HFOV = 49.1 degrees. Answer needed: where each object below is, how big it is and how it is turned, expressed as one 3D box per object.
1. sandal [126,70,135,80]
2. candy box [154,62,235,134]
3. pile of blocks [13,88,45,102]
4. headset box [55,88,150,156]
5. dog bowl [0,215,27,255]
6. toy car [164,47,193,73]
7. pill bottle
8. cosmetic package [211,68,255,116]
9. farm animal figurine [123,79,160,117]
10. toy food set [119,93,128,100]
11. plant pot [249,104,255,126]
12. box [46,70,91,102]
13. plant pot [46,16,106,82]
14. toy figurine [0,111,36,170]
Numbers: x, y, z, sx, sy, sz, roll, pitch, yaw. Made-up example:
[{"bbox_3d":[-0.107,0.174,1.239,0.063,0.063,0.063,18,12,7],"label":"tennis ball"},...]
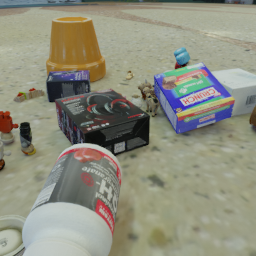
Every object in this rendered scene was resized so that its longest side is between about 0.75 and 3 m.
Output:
[{"bbox_3d":[0.099,-2.391,12.345,0.319,0.286,0.869,7,30,12],"label":"sandal"},{"bbox_3d":[1.900,-0.974,8.499,1.719,0.783,2.033,-17,48,-5],"label":"candy box"},{"bbox_3d":[-3.652,-1.291,10.299,1.155,0.359,0.474,-23,37,-36],"label":"pile of blocks"},{"bbox_3d":[-0.823,-0.236,7.803,1.848,0.933,2.486,-15,33,-25],"label":"headset box"},{"bbox_3d":[-2.031,1.892,4.608,0.935,0.345,0.935,1,29,0],"label":"dog bowl"},{"bbox_3d":[1.824,-2.022,10.959,1.648,1.519,1.457,-25,25,15],"label":"toy car"},{"bbox_3d":[-0.850,1.393,4.499,1.321,1.321,2.386,2,29,4],"label":"pill bottle"},{"bbox_3d":[3.624,-1.284,9.611,1.664,1.026,1.669,-11,30,-19],"label":"cosmetic package"},{"bbox_3d":[0.631,-1.107,9.405,1.432,0.892,1.774,19,34,29],"label":"farm animal figurine"},{"bbox_3d":[-0.581,-1.027,9.710,1.428,0.466,0.840,-6,30,-10],"label":"toy food set"},{"bbox_3d":[4.480,-0.357,7.782,1.440,1.440,1.545,-25,48,-38],"label":"plant pot"},{"bbox_3d":[-2.157,-1.553,10.308,1.540,0.803,1.140,-4,30,-8],"label":"box"},{"bbox_3d":[-2.298,-3.454,12.081,2.605,2.385,2.605,0,29,0],"label":"plant pot"},{"bbox_3d":[-3.122,0.333,6.889,1.353,0.956,1.374,23,34,25],"label":"toy figurine"}]
